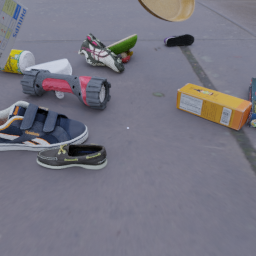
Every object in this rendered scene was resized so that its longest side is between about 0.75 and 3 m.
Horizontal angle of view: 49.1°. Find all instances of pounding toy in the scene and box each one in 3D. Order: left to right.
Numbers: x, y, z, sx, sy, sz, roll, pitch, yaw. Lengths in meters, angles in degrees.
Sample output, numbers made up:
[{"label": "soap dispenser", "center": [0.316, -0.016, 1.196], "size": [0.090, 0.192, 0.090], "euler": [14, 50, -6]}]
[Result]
[{"label": "pounding toy", "center": [-0.278, -3.346, 12.291], "size": [1.491, 0.896, 1.931], "euler": [-35, 20, -30]}]

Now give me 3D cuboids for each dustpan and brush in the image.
[{"label": "dustpan and brush", "center": [-2.682, -1.744, 10.062], "size": [1.685, 0.691, 2.415], "euler": [-18, 31, -16]}]

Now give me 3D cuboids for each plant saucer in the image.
[{"label": "plant saucer", "center": [0.827, -3.513, 7.165], "size": [2.011, 2.011, 0.356], "euler": [-27, -1, -33]}]

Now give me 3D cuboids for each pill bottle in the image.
[{"label": "pill bottle", "center": [-4.587, -2.638, 11.000], "size": [1.595, 0.899, 0.899], "euler": [10, 36, 13]}]

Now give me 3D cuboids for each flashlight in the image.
[{"label": "flashlight", "center": [-2.057, -1.263, 9.012], "size": [2.959, 1.005, 1.002], "euler": [8, 23, 17]}]

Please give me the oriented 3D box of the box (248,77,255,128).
[{"label": "box", "center": [4.644, -0.721, 8.566], "size": [1.738, 0.480, 2.545], "euler": [12, 36, 17]}]

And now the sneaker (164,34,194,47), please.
[{"label": "sneaker", "center": [2.527, -4.422, 13.934], "size": [1.504, 0.570, 0.658], "euler": [-6, 30, -9]}]

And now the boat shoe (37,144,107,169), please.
[{"label": "boat shoe", "center": [-1.337, 0.608, 6.612], "size": [1.684, 0.507, 0.600], "euler": [1, 34, 2]}]

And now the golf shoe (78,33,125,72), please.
[{"label": "golf shoe", "center": [-1.068, -2.849, 11.494], "size": [2.342, 1.032, 0.904], "euler": [45, 9, 26]}]

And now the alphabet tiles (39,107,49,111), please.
[{"label": "alphabet tiles", "center": [-3.116, -0.304, 8.352], "size": [1.210, 0.046, 1.454], "euler": [15, 37, 21]}]

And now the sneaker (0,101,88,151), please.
[{"label": "sneaker", "center": [-2.379, -0.055, 7.132], "size": [2.669, 1.060, 1.047], "euler": [-4, 33, -8]}]

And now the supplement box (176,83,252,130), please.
[{"label": "supplement box", "center": [2.489, -0.681, 8.352], "size": [2.068, 0.711, 0.688], "euler": [27, 42, 31]}]

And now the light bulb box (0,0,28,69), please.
[{"label": "light bulb box", "center": [-3.476, -2.479, 6.377], "size": [1.071, 1.701, 1.716], "euler": [25, 3, 14]}]
